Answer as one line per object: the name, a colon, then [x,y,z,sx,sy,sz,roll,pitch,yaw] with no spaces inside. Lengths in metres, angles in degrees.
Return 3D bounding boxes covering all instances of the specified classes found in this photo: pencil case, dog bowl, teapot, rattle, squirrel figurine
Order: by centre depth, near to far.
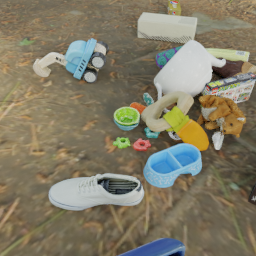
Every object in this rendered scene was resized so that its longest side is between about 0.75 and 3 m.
dog bowl: [1.333,1.023,8.151,1.839,0.456,1.025,-18,45,-20]
squirrel figurine: [3.250,-0.387,9.155,1.579,1.118,1.474,-16,38,-27]
rattle: [1.366,-0.271,9.519,2.551,1.822,1.660,-3,62,58]
teapot: [2.201,-1.860,10.307,1.743,2.387,2.356,44,31,1]
pencil case: [2.051,-2.970,11.766,1.705,0.788,0.726,-6,10,37]

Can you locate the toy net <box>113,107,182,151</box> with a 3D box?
toy net: [0.995,0.024,9.152,2.948,0.569,1.546,1,42,1]

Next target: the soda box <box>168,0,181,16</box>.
soda box: [2.796,-7.167,16.945,0.674,0.637,1.990,1,43,3]

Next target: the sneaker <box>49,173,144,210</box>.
sneaker: [-0.823,1.528,7.224,2.479,0.878,0.905,-3,50,-3]

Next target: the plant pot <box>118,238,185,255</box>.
plant pot: [0.254,3.335,4.196,2.537,2.537,2.281,-16,39,-17]

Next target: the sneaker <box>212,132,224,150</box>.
sneaker: [2.848,0.406,8.983,0.329,0.313,0.818,9,37,25]

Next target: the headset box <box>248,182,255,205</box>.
headset box: [4.369,1.656,7.228,1.966,0.759,1.463,24,48,23]

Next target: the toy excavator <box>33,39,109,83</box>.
toy excavator: [-2.374,-2.825,11.582,2.546,2.475,1.271,24,41,-16]

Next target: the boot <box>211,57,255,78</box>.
boot: [4.043,-2.246,11.635,2.281,0.825,1.897,-29,41,-29]

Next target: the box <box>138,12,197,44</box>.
box: [2.024,-5.184,14.515,2.909,0.995,1.195,11,44,13]

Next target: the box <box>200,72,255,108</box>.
box: [3.665,-1.313,10.228,1.983,1.091,0.344,-15,45,-17]

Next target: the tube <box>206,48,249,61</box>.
tube: [4.419,-3.397,12.975,2.189,0.635,0.568,16,82,21]
